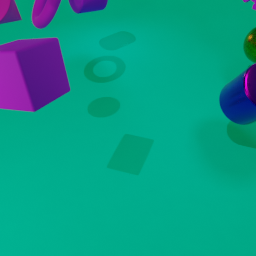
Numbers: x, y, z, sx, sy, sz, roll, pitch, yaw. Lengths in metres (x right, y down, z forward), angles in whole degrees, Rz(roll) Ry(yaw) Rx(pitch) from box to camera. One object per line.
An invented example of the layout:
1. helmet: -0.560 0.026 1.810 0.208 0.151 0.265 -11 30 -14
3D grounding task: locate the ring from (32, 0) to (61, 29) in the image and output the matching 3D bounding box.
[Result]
1. ring: -2.291 -3.628 7.959 0.330 1.649 1.649 16 39 -37

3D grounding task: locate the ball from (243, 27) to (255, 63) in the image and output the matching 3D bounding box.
1. ball: 3.901 -2.393 8.020 1.116 1.116 1.116 0 49 0

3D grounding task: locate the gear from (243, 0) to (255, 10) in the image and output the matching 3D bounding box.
1. gear: 3.548 -3.689 6.876 1.525 1.525 0.282 29 34 23

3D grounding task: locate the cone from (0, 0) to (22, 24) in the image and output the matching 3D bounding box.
1. cone: -2.586 -2.497 5.956 1.033 1.037 1.033 0 90 16

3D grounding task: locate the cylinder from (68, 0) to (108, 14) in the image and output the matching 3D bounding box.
1. cylinder: -1.455 -4.774 10.106 1.090 1.090 1.090 -23 53 -31

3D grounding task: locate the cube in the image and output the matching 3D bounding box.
1. cube: -1.650 -0.883 4.529 0.922 0.922 0.922 6 31 27

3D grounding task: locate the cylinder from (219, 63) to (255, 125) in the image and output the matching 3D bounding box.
1. cylinder: 3.003 -0.787 6.692 1.200 1.200 1.200 2 77 -9
